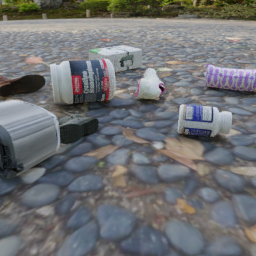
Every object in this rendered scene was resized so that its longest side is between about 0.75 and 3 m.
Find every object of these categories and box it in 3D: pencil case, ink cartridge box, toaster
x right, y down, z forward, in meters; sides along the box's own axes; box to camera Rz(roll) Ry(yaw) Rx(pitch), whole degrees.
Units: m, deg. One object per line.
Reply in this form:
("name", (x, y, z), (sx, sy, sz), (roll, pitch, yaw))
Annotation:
("pencil case", (4.777, -2.279, 12.606), (2.561, 1.095, 1.075), (8, -5, 17))
("ink cartridge box", (-0.705, -4.002, 16.156), (2.556, 1.074, 1.866), (-19, 32, -34))
("toaster", (-2.979, 0.187, 7.272), (2.638, 1.499, 1.704), (17, 29, 30))

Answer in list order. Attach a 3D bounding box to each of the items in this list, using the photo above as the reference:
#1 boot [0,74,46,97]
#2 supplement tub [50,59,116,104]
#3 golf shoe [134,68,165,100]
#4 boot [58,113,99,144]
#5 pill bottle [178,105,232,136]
("boot", (-5.379, -2.159, 12.928), (2.303, 0.794, 2.471), (-20, 28, -39))
("supplement tub", (-1.789, -1.845, 11.119), (2.370, 1.663, 1.663), (-7, 27, -14))
("golf shoe", (1.069, -1.865, 12.247), (1.168, 0.961, 2.552), (16, 34, 6))
("boot", (-1.892, -0.024, 8.843), (1.169, 0.606, 1.790), (14, 22, 36))
("pill bottle", (2.363, -0.214, 8.717), (1.541, 0.922, 0.922), (6, 27, 9))
